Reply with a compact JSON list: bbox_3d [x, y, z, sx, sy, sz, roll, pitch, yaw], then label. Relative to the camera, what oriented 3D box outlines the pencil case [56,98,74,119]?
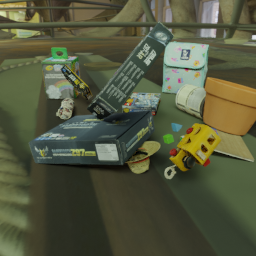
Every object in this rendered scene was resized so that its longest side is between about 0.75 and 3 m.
[{"bbox_3d":[-2.595,-0.830,11.728,0.602,0.524,1.346,7,22,-8],"label":"pencil case"}]

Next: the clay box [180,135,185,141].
[{"bbox_3d":[2.307,0.390,9.155,1.071,0.255,0.615,-11,28,-27],"label":"clay box"}]

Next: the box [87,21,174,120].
[{"bbox_3d":[-0.028,-1.433,7.566,2.512,0.547,2.013,-54,11,-14],"label":"box"}]

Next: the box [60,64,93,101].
[{"bbox_3d":[-2.143,-1.883,11.726,1.407,0.347,1.124,45,-7,11],"label":"box"}]

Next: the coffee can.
[{"bbox_3d":[2.894,-1.065,11.427,1.175,1.175,1.605,-12,26,-26],"label":"coffee can"}]

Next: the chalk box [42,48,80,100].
[{"bbox_3d":[-3.275,-2.776,13.921,1.494,2.401,1.486,2,23,4],"label":"chalk box"}]

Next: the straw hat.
[{"bbox_3d":[0.275,0.878,7.513,1.416,0.599,1.416,-15,14,4],"label":"straw hat"}]

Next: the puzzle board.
[{"bbox_3d":[3.088,0.470,8.771,1.267,0.146,1.681,15,24,0],"label":"puzzle board"}]

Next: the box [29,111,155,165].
[{"bbox_3d":[-0.979,0.232,8.201,2.947,0.752,2.324,-2,19,28],"label":"box"}]

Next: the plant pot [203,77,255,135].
[{"bbox_3d":[3.599,-0.729,9.762,2.208,1.545,2.208,14,16,-4],"label":"plant pot"}]

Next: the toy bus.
[{"bbox_3d":[1.372,0.483,5.799,1.125,1.192,0.616,-6,8,-21],"label":"toy bus"}]

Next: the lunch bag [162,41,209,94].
[{"bbox_3d":[2.962,-3.090,14.454,2.197,2.579,1.573,9,24,19],"label":"lunch bag"}]

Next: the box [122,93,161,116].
[{"bbox_3d":[0.656,-1.106,12.515,1.424,0.415,2.080,5,23,11],"label":"box"}]
